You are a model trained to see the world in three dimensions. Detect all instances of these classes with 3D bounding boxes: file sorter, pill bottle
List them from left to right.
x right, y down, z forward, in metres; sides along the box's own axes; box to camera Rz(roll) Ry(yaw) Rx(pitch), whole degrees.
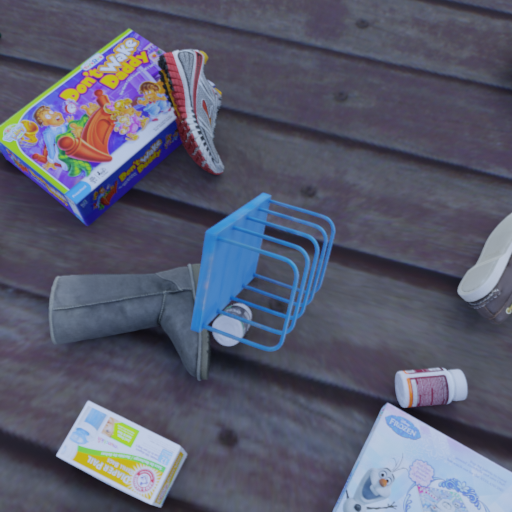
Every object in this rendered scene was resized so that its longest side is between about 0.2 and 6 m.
[{"bbox_3d":[-0.337,0.998,8.320,0.465,0.821,0.465,2,100,11],"label":"pill bottle"},{"bbox_3d":[0.181,0.189,7.822,1.267,1.434,2.066,18,25,14],"label":"file sorter"},{"bbox_3d":[2.511,1.891,8.071,0.906,0.517,0.517,-4,63,-2],"label":"pill bottle"}]

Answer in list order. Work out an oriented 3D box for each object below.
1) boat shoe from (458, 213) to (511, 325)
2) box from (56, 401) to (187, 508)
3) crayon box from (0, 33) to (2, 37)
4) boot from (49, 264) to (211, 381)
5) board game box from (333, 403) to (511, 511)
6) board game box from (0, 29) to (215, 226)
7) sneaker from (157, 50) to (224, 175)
[{"bbox_3d":[4.086,0.034,8.853,0.730,0.881,2.452,47,62,-5],"label":"boat shoe"},{"bbox_3d":[-1.769,2.683,7.544,1.451,0.736,0.816,21,65,10],"label":"box"},{"bbox_3d":[-6.088,-4.539,11.394,1.290,0.376,1.113,31,67,15],"label":"crayon box"},{"bbox_3d":[-1.876,1.021,8.336,2.310,0.838,2.100,-5,49,-10],"label":"boot"},{"bbox_3d":[2.187,3.345,7.376,2.012,0.436,2.002,28,67,13],"label":"board game box"},{"bbox_3d":[-2.646,-2.416,10.116,2.238,0.745,3.329,37,69,17],"label":"board game box"},{"bbox_3d":[-0.904,-2.423,9.536,0.893,2.173,0.846,-23,23,-16],"label":"sneaker"}]
